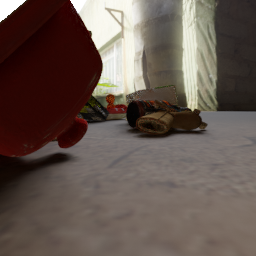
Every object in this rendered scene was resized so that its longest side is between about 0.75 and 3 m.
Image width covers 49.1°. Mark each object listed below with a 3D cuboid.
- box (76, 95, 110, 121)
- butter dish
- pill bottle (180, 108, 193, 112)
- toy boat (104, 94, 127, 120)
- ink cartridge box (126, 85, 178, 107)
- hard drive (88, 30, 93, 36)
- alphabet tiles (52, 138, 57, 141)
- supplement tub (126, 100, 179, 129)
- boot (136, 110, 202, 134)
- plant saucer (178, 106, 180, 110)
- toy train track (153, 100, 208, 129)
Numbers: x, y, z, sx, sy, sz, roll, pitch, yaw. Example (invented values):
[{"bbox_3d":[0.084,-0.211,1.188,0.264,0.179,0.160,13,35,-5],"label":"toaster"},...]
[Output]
[{"bbox_3d":[-2.549,-1.262,15.192,2.621,0.580,2.099,5,-33,46],"label":"box"},{"bbox_3d":[-1.478,-0.491,4.396,2.062,2.782,2.790,47,-27,-26],"label":"butter dish"},{"bbox_3d":[2.638,-0.662,14.042,0.722,0.722,1.359,4,6,43],"label":"pill bottle"},{"bbox_3d":[-1.035,-1.322,17.202,1.544,1.547,2.366,3,5,36],"label":"toy boat"},{"bbox_3d":[1.040,-1.310,13.234,1.789,1.033,2.459,-10,4,-11],"label":"ink cartridge box"},{"bbox_3d":[-1.638,-1.834,7.210,1.103,0.220,1.673,2,-38,-21],"label":"hard drive"},{"bbox_3d":[-2.450,0.225,6.611,1.734,0.066,2.084,3,5,38],"label":"alphabet tiles"},{"bbox_3d":[0.940,-0.496,10.034,1.866,0.998,0.998,-3,5,-31],"label":"supplement tub"},{"bbox_3d":[1.288,-0.129,8.361,1.637,0.618,1.870,5,11,19],"label":"boot"},{"bbox_3d":[1.180,-0.581,12.886,2.530,0.436,2.530,-11,4,1],"label":"plant saucer"},{"bbox_3d":[1.703,-0.383,9.323,1.920,0.312,1.101,26,-32,3],"label":"toy train track"}]
